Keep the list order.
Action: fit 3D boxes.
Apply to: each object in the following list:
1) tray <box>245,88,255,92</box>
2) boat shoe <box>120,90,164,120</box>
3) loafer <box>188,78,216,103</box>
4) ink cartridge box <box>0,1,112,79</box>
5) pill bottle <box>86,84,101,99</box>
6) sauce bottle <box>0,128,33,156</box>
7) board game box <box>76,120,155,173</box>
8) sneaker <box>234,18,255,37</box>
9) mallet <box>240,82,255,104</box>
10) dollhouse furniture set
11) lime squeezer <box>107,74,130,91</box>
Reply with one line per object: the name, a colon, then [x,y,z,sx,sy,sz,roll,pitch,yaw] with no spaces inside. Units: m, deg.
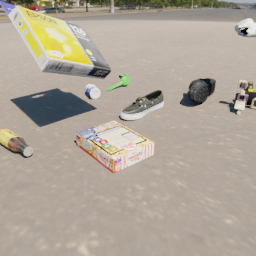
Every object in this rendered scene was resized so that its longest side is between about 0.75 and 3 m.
tray: [5.909,-1.699,13.405,0.412,0.155,0.836,3,27,7]
boat shoe: [0.587,-0.970,11.331,0.822,0.678,2.394,23,34,38]
loafer: [3.191,-1.730,12.663,0.969,0.937,2.760,12,24,28]
ink cartridge box: [-2.201,-2.925,9.062,2.879,0.685,2.913,-10,64,-57]
pill bottle: [-1.658,-1.722,13.039,0.520,0.520,0.927,-11,28,-21]
sauce bottle: [-3.508,0.460,8.682,1.583,0.523,0.523,22,34,33]
board game box: [-0.432,0.475,8.643,1.549,0.473,2.045,-19,32,-34]
sneaker: [4.336,-3.671,10.337,0.719,0.615,1.651,-10,23,-4]
mallet: [5.812,-1.698,12.975,0.894,0.559,2.716,13,28,27]
dollhouse furniture set: [5.079,-1.012,11.156,1.614,1.279,1.145,13,45,19]
lime squeezer: [-0.318,-2.448,14.764,0.927,0.495,2.624,-25,20,22]
